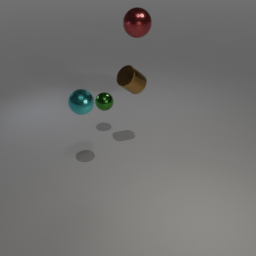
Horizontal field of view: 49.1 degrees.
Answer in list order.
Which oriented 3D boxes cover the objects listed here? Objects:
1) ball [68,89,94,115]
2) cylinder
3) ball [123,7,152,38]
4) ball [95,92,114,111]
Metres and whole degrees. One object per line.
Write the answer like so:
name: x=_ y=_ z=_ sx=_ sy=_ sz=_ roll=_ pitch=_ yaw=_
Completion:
ball: x=-1.267 y=-0.704 z=7.588 sx=0.700 sy=0.700 sz=0.700 roll=0 pitch=29 yaw=0
cylinder: x=0.114 y=-1.495 z=8.740 sx=0.700 sy=0.700 sz=0.700 roll=27 pitch=1 yaw=39
ball: x=0.453 y=-5.113 z=13.624 sx=1.400 sy=1.400 sz=1.400 roll=0 pitch=29 yaw=0
ball: x=-0.896 y=-1.004 z=10.630 sx=0.700 sy=0.700 sz=0.700 roll=0 pitch=29 yaw=0
